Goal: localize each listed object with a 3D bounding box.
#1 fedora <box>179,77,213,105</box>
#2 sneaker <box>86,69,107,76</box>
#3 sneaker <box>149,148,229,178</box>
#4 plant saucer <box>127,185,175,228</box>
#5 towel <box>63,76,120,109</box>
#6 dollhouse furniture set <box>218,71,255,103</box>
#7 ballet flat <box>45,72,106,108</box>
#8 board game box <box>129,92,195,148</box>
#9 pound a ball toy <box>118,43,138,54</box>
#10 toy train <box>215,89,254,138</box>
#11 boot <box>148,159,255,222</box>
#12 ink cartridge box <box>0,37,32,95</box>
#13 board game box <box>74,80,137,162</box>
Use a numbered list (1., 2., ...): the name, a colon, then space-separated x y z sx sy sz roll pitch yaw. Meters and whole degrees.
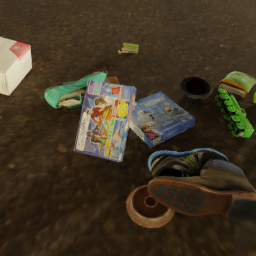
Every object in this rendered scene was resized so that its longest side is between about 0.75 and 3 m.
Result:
1. fedora: 2.513 -1.348 10.568 1.384 0.632 1.384 0 42 0
2. sneaker: -1.278 -2.204 11.721 0.958 0.339 0.468 -11 1 17
3. sneaker: 1.699 1.107 7.900 2.209 0.783 0.915 -4 54 1
4. plant saucer: 0.596 1.953 7.287 1.272 0.219 1.272 1 42 -1
5. towel: -1.355 -1.430 10.977 2.212 0.240 1.622 -10 43 -12
6. dollhouse furniture set: 5.053 -1.781 10.690 2.868 1.107 1.433 27 48 26
7. ballet flat: -1.742 -1.285 10.173 2.461 0.829 0.866 -24 72 -25
8. board game box: 0.957 -0.374 9.665 1.893 0.411 1.884 -25 47 -25
9. pound a ball toy: 0.015 -3.722 13.434 0.869 0.369 0.567 10 69 11
10. toy train: 3.718 -0.584 9.873 0.684 0.506 2.425 5 42 -9
11. boot: 1.940 1.487 7.330 2.866 1.071 1.389 13 33 -1
12. ink cartridge box: -5.693 -2.703 11.220 2.906 1.232 2.116 17 47 1
13. board game box: -0.693 -0.234 8.334 1.492 2.204 0.380 12 0 20
